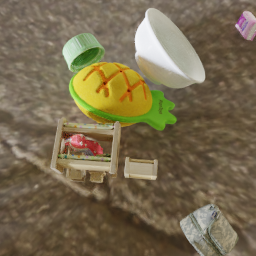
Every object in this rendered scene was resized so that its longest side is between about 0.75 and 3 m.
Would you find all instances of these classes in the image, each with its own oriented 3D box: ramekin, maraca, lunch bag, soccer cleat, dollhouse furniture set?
[{"bbox_3d":[-1.116,-1.868,6.925,0.990,0.990,0.484,-30,80,-6],"label":"ramekin"},{"bbox_3d":[-0.082,-0.692,6.435,2.528,1.352,1.733,16,43,-9],"label":"maraca"},{"bbox_3d":[1.755,2.212,5.962,0.888,0.738,1.059,-38,110,2],"label":"lunch bag"},{"bbox_3d":[-0.865,0.402,5.770,0.388,1.015,0.338,-8,65,24],"label":"soccer cleat"},{"bbox_3d":[-0.396,0.566,6.112,1.978,1.749,1.100,4,72,2],"label":"dollhouse furniture set"}]

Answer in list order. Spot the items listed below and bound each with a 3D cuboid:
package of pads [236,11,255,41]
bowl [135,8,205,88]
[{"bbox_3d":[3.145,-2.683,7.327,0.293,0.467,0.776,12,42,-13],"label":"package of pads"},{"bbox_3d":[0.858,-1.726,6.788,0.951,2.117,2.117,-36,77,33],"label":"bowl"}]
